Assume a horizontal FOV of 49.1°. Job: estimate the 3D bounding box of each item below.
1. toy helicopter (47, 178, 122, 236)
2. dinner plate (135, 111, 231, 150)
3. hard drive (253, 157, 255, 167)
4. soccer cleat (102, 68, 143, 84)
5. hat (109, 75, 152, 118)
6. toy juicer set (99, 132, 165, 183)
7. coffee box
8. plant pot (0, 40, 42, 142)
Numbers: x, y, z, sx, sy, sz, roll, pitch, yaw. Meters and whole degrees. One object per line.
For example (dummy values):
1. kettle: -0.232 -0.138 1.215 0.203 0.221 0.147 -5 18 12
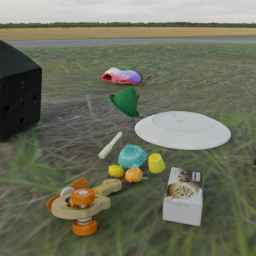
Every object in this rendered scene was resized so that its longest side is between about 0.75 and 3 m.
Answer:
1. toy helicopter: -0.740 1.289 5.294 1.119 0.668 1.692 3 9 32
2. dinner plate: 1.712 -0.083 8.913 2.988 0.362 2.988 0 20 0
3. hard drive: 3.826 0.715 6.979 1.015 0.239 1.455 14 26 32
4. soccer cleat: -0.321 -2.653 14.915 2.482 0.847 0.908 19 45 39
5. hat: 0.148 -0.942 7.153 0.916 0.974 1.106 26 23 -27
6. toy juicer set: -0.056 0.786 6.659 1.100 0.471 1.729 -33 39 -24
7. coffee box: 1.073 1.254 5.315 0.655 0.462 1.159 6 22 14
8. plant pot: -4.235 -1.066 8.502 2.506 2.825 2.819 19 26 14
